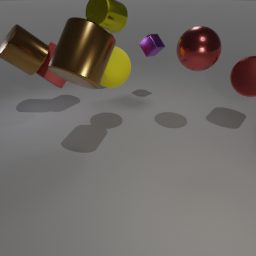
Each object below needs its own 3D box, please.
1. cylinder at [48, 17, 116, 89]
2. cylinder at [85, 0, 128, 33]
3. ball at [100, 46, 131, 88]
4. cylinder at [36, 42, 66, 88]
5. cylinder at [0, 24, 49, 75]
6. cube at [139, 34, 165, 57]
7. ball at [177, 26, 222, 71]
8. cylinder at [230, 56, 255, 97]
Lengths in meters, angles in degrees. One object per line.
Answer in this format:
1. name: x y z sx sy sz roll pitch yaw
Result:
1. cylinder: -1.204 -1.939 7.460 1.400 1.400 1.400 20 -5 2
2. cylinder: -0.961 -5.162 12.724 1.400 1.400 1.400 21 16 33
3. ball: -0.598 -2.082 9.571 1.400 1.400 1.400 0 28 0
4. cylinder: -3.018 -2.623 11.773 1.400 1.400 1.400 34 2 -1
5. cylinder: -4.008 -2.972 10.761 1.400 1.400 1.400 32 9 -35
6. cube: 1.063 -3.652 12.377 0.700 0.700 0.700 -23 -9 -48
7. ball: 2.268 -2.532 8.994 1.400 1.400 1.400 0 28 0
8. cylinder: 4.594 -1.921 10.267 1.400 1.400 1.400 15 20 26
